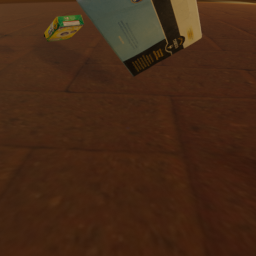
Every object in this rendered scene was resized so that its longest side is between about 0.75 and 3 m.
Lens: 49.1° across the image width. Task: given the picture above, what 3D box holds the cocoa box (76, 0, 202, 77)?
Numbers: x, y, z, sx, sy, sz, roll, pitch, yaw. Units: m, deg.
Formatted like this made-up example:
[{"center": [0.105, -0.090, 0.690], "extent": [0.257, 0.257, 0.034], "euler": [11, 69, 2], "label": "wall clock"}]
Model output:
[{"center": [0.043, -1.202, 2.469], "extent": [0.831, 1.266, 0.844], "euler": [-29, 68, 10], "label": "cocoa box"}]

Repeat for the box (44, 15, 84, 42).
[{"center": [-2.105, -3.152, 8.991], "extent": [0.863, 0.356, 1.471], "euler": [-20, 8, -32], "label": "box"}]
